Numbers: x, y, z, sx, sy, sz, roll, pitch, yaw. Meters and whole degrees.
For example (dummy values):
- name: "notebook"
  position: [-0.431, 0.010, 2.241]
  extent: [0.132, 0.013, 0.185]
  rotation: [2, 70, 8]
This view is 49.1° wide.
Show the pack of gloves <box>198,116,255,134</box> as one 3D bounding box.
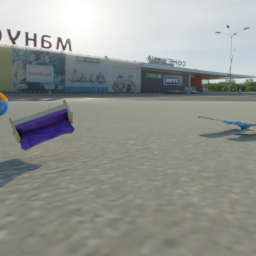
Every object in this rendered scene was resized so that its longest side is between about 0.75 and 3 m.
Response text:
- name: "pack of gloves"
  position: [3.181, -0.020, 8.056]
  extent: [1.817, 0.358, 1.526]
  rotation: [6, 4, -27]

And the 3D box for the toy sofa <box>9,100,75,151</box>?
- name: "toy sofa"
  position: [-1.456, -0.048, 4.857]
  extent: [1.039, 0.507, 0.430]
  rotation: [-21, -17, -19]

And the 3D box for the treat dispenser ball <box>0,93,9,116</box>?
- name: "treat dispenser ball"
  position: [-4.924, -0.877, 10.359]
  extent: [0.942, 0.942, 0.942]
  rotation: [0, 7, 0]
